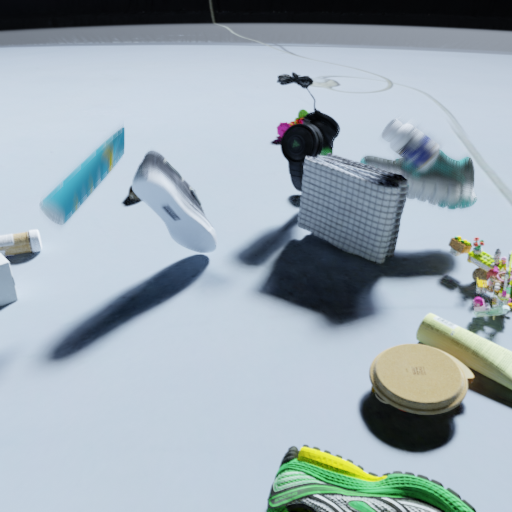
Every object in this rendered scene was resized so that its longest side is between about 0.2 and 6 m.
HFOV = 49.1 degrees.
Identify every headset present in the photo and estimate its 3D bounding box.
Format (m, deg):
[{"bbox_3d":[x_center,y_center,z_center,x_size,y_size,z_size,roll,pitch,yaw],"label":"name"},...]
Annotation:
[{"bbox_3d":[1.109,-2.822,13.080,1.297,2.761,1.705,15,39,28],"label":"headset"}]

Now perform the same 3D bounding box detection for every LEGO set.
[{"bbox_3d":[4.214,0.131,10.175,0.982,0.794,2.134,-7,40,8],"label":"LEGO set"}]

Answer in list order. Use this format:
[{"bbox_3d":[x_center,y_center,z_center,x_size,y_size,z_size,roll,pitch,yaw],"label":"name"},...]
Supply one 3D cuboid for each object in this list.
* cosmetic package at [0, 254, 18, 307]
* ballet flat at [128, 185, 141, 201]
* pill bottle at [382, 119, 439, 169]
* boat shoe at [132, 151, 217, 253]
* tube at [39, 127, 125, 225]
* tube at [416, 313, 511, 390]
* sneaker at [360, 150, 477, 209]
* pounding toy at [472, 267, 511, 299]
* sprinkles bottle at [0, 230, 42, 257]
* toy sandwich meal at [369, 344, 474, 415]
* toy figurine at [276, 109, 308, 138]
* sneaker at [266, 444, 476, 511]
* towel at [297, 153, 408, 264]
[{"bbox_3d":[-5.057,0.590,9.792,1.497,0.845,0.607,-23,37,-38],"label":"cosmetic package"},{"bbox_3d":[-2.957,-1.985,14.841,0.621,0.427,1.844,4,29,7],"label":"ballet flat"},{"bbox_3d":[3.028,-2.226,11.058,1.065,0.591,0.591,30,25,-15],"label":"pill bottle"},{"bbox_3d":[-1.470,-1.005,10.919,0.917,2.557,0.867,-8,54,28],"label":"boat shoe"},{"bbox_3d":[-2.848,-1.373,9.543,0.490,0.753,1.945,34,61,-1],"label":"tube"},{"bbox_3d":[3.418,1.522,8.543,1.965,0.570,0.510,26,-6,35],"label":"tube"},{"bbox_3d":[3.517,-1.855,12.125,2.580,1.177,1.001,15,-14,-1],"label":"sneaker"},{"bbox_3d":[4.932,0.273,10.534,1.420,0.659,1.096,22,36,34],"label":"pounding toy"},{"bbox_3d":[-5.187,-0.210,11.599,1.367,0.466,0.466,-11,31,-19],"label":"sprinkles bottle"},{"bbox_3d":[2.321,1.804,8.004,1.488,0.510,1.488,-3,33,2],"label":"toy sandwich meal"},{"bbox_3d":[1.152,-4.337,18.893,1.096,0.894,1.191,-23,13,-20],"label":"toy figurine"},{"bbox_3d":[1.241,2.856,5.816,2.429,0.948,1.035,5,35,27],"label":"sneaker"},{"bbox_3d":[1.987,-1.051,11.683,2.184,1.808,0.935,26,40,32],"label":"towel"}]
